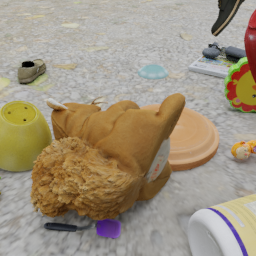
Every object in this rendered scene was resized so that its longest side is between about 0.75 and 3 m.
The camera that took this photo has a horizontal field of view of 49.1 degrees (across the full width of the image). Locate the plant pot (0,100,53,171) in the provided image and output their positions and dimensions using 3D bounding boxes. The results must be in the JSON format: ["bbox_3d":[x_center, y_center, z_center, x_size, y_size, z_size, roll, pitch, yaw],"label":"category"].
[{"bbox_3d":[-2.491,0.037,6.433,1.565,1.111,1.565,11,44,-11],"label":"plant pot"}]

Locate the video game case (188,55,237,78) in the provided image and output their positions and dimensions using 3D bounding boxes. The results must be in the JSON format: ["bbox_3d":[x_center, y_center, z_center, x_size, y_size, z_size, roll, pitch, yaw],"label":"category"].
[{"bbox_3d":[3.706,-2.514,11.427,1.936,0.222,1.762,19,38,28],"label":"video game case"}]

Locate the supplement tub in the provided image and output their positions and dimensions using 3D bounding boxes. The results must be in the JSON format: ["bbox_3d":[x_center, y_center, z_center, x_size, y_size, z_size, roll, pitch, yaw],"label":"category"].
[{"bbox_3d":[1.948,1.678,4.258,1.735,1.261,1.261,-11,35,-16],"label":"supplement tub"}]

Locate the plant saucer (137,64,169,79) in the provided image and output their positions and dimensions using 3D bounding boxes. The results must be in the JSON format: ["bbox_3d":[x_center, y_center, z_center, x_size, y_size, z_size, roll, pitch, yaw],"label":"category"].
[{"bbox_3d":[0.994,-2.276,11.054,1.248,0.240,1.248,0,35,0],"label":"plant saucer"}]

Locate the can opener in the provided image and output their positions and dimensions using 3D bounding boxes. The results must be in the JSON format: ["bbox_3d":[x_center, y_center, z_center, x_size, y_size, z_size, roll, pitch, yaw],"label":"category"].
[{"bbox_3d":[4.120,-2.913,11.474,0.779,0.621,2.329,-48,48,-7],"label":"can opener"}]

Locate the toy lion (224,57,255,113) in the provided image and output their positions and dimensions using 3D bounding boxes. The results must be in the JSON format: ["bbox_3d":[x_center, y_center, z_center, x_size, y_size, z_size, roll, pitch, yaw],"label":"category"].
[{"bbox_3d":[4.066,-1.411,7.978,2.305,2.405,0.826,21,35,-1],"label":"toy lion"}]

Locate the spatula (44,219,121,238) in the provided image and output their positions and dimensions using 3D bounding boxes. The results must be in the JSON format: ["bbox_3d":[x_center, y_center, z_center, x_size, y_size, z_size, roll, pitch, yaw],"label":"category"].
[{"bbox_3d":[-0.827,1.802,5.074,1.401,0.144,0.396,0,34,0],"label":"spatula"}]

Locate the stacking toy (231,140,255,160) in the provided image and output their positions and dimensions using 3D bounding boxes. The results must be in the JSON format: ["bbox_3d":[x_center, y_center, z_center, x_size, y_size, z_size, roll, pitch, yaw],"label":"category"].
[{"bbox_3d":[3.617,0.249,6.599,2.467,1.432,1.354,-16,34,-3],"label":"stacking toy"}]

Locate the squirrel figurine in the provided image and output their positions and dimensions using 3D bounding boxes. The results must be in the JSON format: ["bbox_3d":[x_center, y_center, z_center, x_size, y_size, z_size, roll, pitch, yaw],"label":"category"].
[{"bbox_3d":[-0.726,0.365,5.487,2.703,2.049,2.896,23,44,26],"label":"squirrel figurine"}]

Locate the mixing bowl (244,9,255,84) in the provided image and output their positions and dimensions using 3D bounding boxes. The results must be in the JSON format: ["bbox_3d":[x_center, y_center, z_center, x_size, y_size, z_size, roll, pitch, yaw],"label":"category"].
[{"bbox_3d":[2.364,-1.336,3.755,1.096,2.024,2.024,39,32,-15],"label":"mixing bowl"}]

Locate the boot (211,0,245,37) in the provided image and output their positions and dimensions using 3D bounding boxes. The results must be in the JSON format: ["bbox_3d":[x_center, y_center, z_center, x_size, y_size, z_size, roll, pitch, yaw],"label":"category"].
[{"bbox_3d":[2.756,-3.917,8.478,1.324,1.914,0.741,29,25,-3],"label":"boot"}]

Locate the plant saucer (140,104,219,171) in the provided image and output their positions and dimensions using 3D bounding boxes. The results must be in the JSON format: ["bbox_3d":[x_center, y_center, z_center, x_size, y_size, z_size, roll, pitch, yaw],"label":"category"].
[{"bbox_3d":[1.015,0.063,7.404,2.730,0.441,2.730,-1,34,0],"label":"plant saucer"}]

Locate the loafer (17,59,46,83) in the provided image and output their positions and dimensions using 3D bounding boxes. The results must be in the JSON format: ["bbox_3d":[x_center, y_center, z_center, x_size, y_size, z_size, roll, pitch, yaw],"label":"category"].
[{"bbox_3d":[-3.676,-2.326,10.774,0.698,0.619,1.837,2,34,3],"label":"loafer"}]
